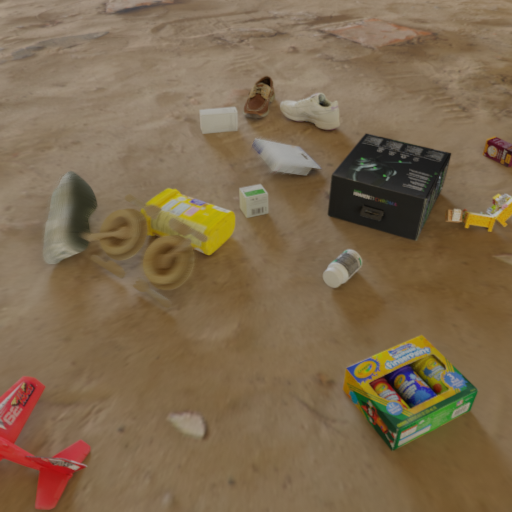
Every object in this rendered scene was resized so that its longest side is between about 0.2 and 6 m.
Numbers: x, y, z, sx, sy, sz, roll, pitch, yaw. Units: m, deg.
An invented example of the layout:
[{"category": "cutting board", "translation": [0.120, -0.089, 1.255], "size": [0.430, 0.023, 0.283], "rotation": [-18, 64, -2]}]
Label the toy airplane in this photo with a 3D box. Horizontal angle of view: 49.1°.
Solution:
[{"category": "toy airplane", "translation": [-3.227, 2.582, 7.422], "size": [2.301, 0.423, 2.301], "rotation": [1, 34, -1]}]

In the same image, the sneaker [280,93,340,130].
[{"category": "sneaker", "translation": [1.524, -4.178, 15.632], "size": [1.920, 0.957, 0.719], "rotation": [23, 45, 29]}]

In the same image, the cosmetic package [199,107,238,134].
[{"category": "cosmetic package", "translation": [-1.027, -3.716, 15.357], "size": [1.011, 0.571, 0.410], "rotation": [-5, 38, -10]}]

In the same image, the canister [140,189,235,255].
[{"category": "canister", "translation": [-1.378, -0.699, 11.391], "size": [1.608, 0.696, 1.194], "rotation": [20, 40, 22]}]

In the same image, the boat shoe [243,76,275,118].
[{"category": "boat shoe", "translation": [0.075, -4.683, 16.437], "size": [0.780, 0.739, 2.059], "rotation": [6, 39, 8]}]

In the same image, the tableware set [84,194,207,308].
[{"category": "tableware set", "translation": [-2.082, -0.195, 10.154], "size": [2.265, 0.454, 1.497], "rotation": [28, 89, 30]}]

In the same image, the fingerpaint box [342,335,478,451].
[{"category": "fingerpaint box", "translation": [2.213, 1.936, 8.158], "size": [1.461, 0.536, 1.218], "rotation": [-17, 41, -21]}]

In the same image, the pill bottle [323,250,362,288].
[{"category": "pill bottle", "translation": [1.599, 0.242, 10.397], "size": [0.438, 0.438, 0.774], "rotation": [25, 43, 29]}]

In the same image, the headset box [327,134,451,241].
[{"category": "headset box", "translation": [2.865, -1.521, 12.123], "size": [2.022, 1.077, 2.322], "rotation": [18, 42, 20]}]

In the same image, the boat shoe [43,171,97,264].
[{"category": "boat shoe", "translation": [-3.857, -0.842, 11.436], "size": [0.791, 0.909, 2.465], "rotation": [-31, 42, 16]}]

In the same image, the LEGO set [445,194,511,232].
[{"category": "LEGO set", "translation": [4.839, -1.020, 11.852], "size": [1.864, 0.857, 0.694], "rotation": [-25, 22, 5]}]

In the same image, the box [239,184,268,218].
[{"category": "box", "translation": [-0.052, -1.192, 12.156], "size": [0.525, 0.528, 0.452], "rotation": [-14, 38, -15]}]

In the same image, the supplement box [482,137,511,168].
[{"category": "supplement box", "translation": [6.144, -2.605, 14.024], "size": [0.347, 0.447, 0.810], "rotation": [-22, 43, -24]}]

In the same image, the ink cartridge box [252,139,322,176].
[{"category": "ink cartridge box", "translation": [0.739, -2.396, 13.732], "size": [1.337, 0.289, 1.313], "rotation": [5, 32, -29]}]
